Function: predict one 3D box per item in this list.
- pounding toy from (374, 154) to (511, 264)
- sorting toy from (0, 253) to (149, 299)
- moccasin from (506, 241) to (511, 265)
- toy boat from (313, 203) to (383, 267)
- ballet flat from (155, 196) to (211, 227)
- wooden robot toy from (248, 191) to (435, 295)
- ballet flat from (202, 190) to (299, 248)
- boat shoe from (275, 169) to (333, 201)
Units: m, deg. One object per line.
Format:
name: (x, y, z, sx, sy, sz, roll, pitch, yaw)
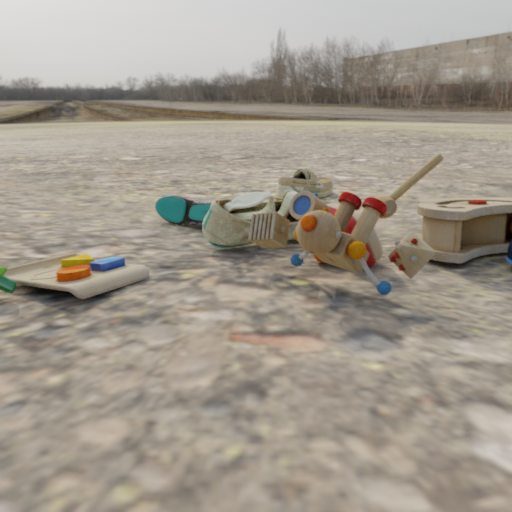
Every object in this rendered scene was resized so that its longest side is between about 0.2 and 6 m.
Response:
pounding toy: (3.301, -0.794, 8.908, 2.759, 1.583, 1.578, -1, 12, -4)
sorting toy: (-2.634, 0.244, 7.493, 1.502, 0.299, 2.032, 10, 15, 29)
moccasin: (4.756, -0.017, 7.580, 2.513, 0.857, 1.011, 14, 22, 39)
toy boat: (1.275, -0.208, 8.626, 0.897, 0.896, 1.373, -37, 27, -11)
ballet flat: (-1.251, -0.809, 11.014, 1.665, 0.599, 0.599, 12, 20, 34)
wooden robot toy: (0.883, -0.402, 7.300, 2.676, 1.179, 1.214, 18, -5, 39)
ballet flat: (0.387, -0.706, 9.686, 2.761, 0.861, 0.931, -11, 41, -32)
boat shoe: (1.236, -1.779, 13.766, 0.772, 0.695, 2.140, 13, 21, 37)
